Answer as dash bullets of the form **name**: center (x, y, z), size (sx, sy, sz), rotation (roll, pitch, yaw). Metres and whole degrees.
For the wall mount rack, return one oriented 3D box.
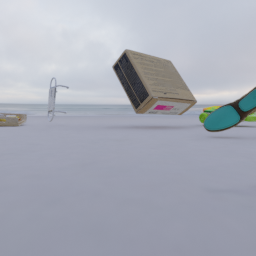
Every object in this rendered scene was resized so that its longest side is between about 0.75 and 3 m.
- **wall mount rack**: center (-2.392, -0.899, 9.288), size (0.540, 1.449, 1.259), rotation (7, -4, -35)

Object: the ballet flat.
- **ballet flat**: center (1.769, -0.264, 4.484), size (1.160, 0.409, 0.379), rotation (-31, -19, 21)

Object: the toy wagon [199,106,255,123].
- **toy wagon**: center (3.219, -0.398, 8.502), size (1.535, 0.392, 1.979), rotation (-13, 14, -33)

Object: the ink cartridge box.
- **ink cartridge box**: center (0.747, -1.188, 7.661), size (1.980, 1.632, 0.744), rotation (0, -34, -45)

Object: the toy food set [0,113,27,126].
- **toy food set**: center (-3.857, -0.349, 8.851), size (1.035, 0.436, 1.442), rotation (2, 8, -9)
